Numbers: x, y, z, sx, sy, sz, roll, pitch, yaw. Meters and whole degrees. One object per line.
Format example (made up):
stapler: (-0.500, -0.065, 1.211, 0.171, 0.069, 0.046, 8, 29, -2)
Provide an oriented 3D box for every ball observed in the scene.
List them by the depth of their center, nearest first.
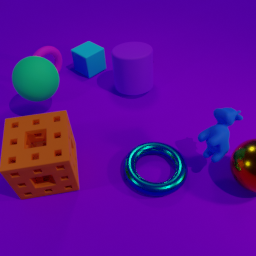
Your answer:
ball: (3.007, 0.857, 6.449, 1.250, 1.250, 1.250, 0, 45, 0)
ball: (-2.616, -1.390, 7.977, 1.272, 1.272, 1.272, 0, 45, 0)

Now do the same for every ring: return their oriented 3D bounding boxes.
ring: (0.683, 0.980, 6.994, 1.603, 0.321, 1.603, 0, 45, 0)
ring: (-2.716, -2.080, 9.302, 0.262, 1.310, 1.310, 31, 53, 24)

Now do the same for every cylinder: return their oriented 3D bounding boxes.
cylinder: (0.164, -1.926, 9.041, 1.290, 1.290, 1.290, -3, 39, 3)

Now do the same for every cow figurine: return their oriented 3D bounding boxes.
cow figurine: (2.186, 0.112, 6.540, 1.120, 1.139, 0.625, -34, 33, -16)

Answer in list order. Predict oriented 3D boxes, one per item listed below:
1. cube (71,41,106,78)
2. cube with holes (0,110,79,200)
cube: (-1.388, -2.443, 9.973, 0.838, 0.838, 0.838, 33, 55, 31)
cube with holes: (-1.951, 0.633, 6.461, 1.366, 1.366, 1.366, -9, 53, -6)
